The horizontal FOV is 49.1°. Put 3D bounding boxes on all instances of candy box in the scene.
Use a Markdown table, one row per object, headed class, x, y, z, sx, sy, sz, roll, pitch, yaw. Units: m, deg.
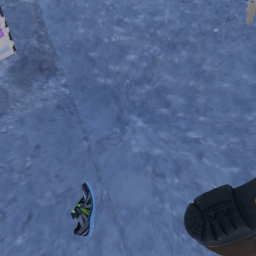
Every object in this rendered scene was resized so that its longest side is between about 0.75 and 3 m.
| class | x | y | z | sx | sy | sz | roll | pitch | yaw |
| --- | --- | --- | --- | --- | --- | --- | --- | --- | --- |
| candy box | -3.468 | -2.727 | 5.613 | 0.936 | 2.615 | 2.194 | -38 | 88 | -17 |

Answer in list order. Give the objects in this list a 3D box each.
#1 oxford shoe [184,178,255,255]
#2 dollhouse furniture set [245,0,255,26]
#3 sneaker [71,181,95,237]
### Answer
| class | x | y | z | sx | sy | sz | roll | pitch | yaw |
| --- | --- | --- | --- | --- | --- | --- | --- | --- | --- |
| oxford shoe | 2.377 | 1.219 | 4.102 | 2.859 | 1.207 | 1.039 | -23 | 36 | 27 |
| dollhouse furniture set | 2.522 | -2.281 | 5.354 | 0.735 | 0.421 | 0.862 | 5 | 42 | 1 |
| sneaker | -0.698 | 1.265 | 4.349 | 0.358 | 0.307 | 0.865 | 4 | 91 | -15 |
